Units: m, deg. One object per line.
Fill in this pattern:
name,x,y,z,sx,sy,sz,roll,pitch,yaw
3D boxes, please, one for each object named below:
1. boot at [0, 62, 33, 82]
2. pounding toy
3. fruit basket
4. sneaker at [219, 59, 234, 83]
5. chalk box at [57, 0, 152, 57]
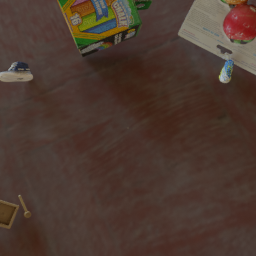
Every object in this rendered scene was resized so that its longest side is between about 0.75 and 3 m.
boot,-3.137,-1.562,7.684,0.396,1.089,0.492,-23,86,26
pounding toy,-2.816,1.997,6.767,0.888,0.406,0.780,26,67,-23
fruit basket,3.271,-3.330,7.633,2.747,2.966,1.390,26,30,0
sneaker,2.777,-1.636,7.871,0.316,0.438,0.834,13,46,16
chalk box,-0.510,-3.108,7.653,2.311,1.442,1.432,-23,97,-2
